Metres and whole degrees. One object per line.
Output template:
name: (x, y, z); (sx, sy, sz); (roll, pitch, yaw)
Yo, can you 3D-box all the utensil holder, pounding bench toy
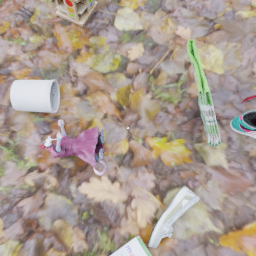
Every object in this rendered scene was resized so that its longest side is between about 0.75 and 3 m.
utensil holder: (-3.095, -1.083, 9.456); (1.322, 1.124, 1.124); (3, 71, 4)
pounding bench toy: (-2.357, -5.155, 10.566); (1.994, 1.555, 1.238); (26, 73, 8)

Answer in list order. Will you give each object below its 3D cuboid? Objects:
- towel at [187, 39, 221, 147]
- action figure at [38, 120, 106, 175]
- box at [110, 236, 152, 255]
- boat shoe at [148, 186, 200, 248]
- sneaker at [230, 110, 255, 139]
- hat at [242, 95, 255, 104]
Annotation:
towel: (2.202, -0.925, 8.343); (0.432, 2.813, 2.098); (-16, 52, 14)
action figure: (-1.808, 0.621, 9.091); (2.158, 1.446, 1.607); (-7, 112, 8)
box: (0.072, 4.576, 7.348); (2.209, 1.210, 2.503); (-33, 69, -5)
boat shoe: (1.340, 2.717, 8.363); (0.673, 0.774, 2.100); (35, 68, 15)
sneaker: (4.331, -0.111, 9.156); (1.689, 1.020, 0.706); (12, 72, 4)
hat: (5.650, -1.652, 10.073); (2.345, 2.064, 1.942); (14, 76, -40)
